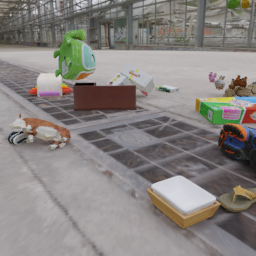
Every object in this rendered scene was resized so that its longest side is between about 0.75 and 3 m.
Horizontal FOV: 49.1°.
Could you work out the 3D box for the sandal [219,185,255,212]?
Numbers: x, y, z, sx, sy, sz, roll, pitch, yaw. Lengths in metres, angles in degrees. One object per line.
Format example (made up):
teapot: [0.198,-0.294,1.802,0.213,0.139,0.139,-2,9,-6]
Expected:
sandal: [1.928,1.085,4.588,1.055,0.285,0.424,-8,20,-22]

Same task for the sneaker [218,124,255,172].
sneaker: [2.881,0.442,5.626,0.959,0.921,2.444,0,20,-16]

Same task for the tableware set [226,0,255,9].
tableware set: [3.457,-3.993,7.959,1.056,1.567,0.241,12,-20,36]

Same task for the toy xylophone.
toy xylophone: [-3.397,-2.120,13.348,2.164,0.743,2.956,-1,19,-3]

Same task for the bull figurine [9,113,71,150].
bull figurine: [-2.141,0.081,6.843,1.513,0.493,0.919,13,21,-14]

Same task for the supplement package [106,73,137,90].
supplement package: [-0.307,-1.763,11.915,0.746,0.718,1.312,-43,25,-1]

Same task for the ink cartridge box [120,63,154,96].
ink cartridge box: [0.416,-2.100,12.178,1.349,0.563,0.979,36,-6,18]

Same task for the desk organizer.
desk organizer: [-0.845,-1.197,10.389,2.309,0.889,0.828,-1,19,-3]

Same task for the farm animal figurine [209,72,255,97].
farm animal figurine: [4.381,-1.656,11.886,1.594,0.993,1.974,12,8,-29]

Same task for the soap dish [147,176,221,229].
soap dish: [0.832,1.127,4.338,0.713,0.368,0.907,-11,21,-30]

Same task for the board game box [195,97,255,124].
board game box: [3.627,-0.620,9.358,2.284,0.460,1.747,-2,19,-5]

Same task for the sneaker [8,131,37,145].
sneaker: [-2.731,0.151,7.308,0.477,0.312,0.853,13,24,31]

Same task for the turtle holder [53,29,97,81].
turtle holder: [-1.523,-2.053,8.125,1.029,1.101,1.449,3,51,-36]

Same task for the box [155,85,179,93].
box: [1.896,-1.905,13.606,0.705,0.177,0.976,-15,23,-39]
